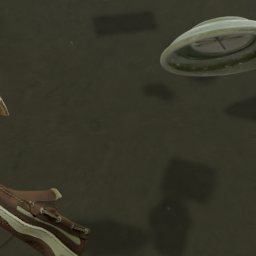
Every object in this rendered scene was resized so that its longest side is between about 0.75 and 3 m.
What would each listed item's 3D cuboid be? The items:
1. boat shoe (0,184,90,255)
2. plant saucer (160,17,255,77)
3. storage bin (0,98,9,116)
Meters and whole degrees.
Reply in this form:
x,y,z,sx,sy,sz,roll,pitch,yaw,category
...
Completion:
x,y,z,sx,sy,sz,roll,pitch,yaw,category
-1.346,1.182,4.015,0.803,2.176,0.805,3,49,44,boat shoe
1.607,-1.429,4.879,2.087,2.087,0.524,0,83,0,plant saucer
-1.971,-0.096,3.027,0.942,0.445,0.949,6,36,38,storage bin
